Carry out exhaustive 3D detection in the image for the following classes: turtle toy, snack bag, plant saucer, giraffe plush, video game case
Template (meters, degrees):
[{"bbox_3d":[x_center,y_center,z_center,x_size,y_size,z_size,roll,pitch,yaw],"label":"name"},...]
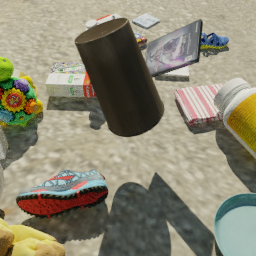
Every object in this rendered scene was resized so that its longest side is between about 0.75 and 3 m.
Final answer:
[{"bbox_3d":[-3.938,-1.170,9.352,1.765,2.422,1.224,-25,13,-20],"label":"turtle toy"},{"bbox_3d":[0.959,-5.682,14.813,1.104,0.125,1.171,35,57,27],"label":"snack bag"},{"bbox_3d":[3.282,2.718,7.013,2.302,0.315,2.302,0,48,0],"label":"plant saucer"},{"bbox_3d":[-2.985,3.056,5.676,2.816,2.430,2.284,21,72,6],"label":"giraffe plush"},{"bbox_3d":[1.176,-2.111,7.749,1.846,0.175,1.319,-11,59,42],"label":"video game case"}]

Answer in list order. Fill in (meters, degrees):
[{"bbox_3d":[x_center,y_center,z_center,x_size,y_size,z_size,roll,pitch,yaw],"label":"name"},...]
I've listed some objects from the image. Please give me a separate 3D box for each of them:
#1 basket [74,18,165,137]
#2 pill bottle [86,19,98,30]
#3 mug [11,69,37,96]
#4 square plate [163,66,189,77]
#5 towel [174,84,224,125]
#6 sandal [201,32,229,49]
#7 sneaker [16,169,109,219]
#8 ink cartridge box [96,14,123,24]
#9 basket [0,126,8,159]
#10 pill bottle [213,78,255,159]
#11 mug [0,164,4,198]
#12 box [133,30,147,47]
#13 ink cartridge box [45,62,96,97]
[{"bbox_3d":[-0.211,-1.283,6.843,1.593,2.343,2.112,-22,33,4],"label":"basket"},{"bbox_3d":[-1.160,-3.372,10.385,0.673,1.215,0.673,-8,53,11],"label":"pill bottle"},{"bbox_3d":[-4.174,-1.465,10.397,1.316,1.054,1.080,-10,56,0],"label":"mug"},{"bbox_3d":[1.854,-2.650,11.987,1.431,0.205,1.445,3,48,4],"label":"square plate"},{"bbox_3d":[3.048,-0.925,10.362,2.350,0.352,1.720,-7,49,-11],"label":"towel"},{"bbox_3d":[3.946,-4.101,12.995,1.599,0.696,0.636,-6,46,-8],"label":"sandal"},{"bbox_3d":[-1.788,1.712,7.703,2.391,0.948,1.142,-6,33,-13],"label":"sneaker"},{"bbox_3d":[-1.120,-5.673,14.696,1.346,0.293,1.169,-34,57,-27],"label":"ink cartridge box"},{"bbox_3d":[-4.180,0.425,8.664,0.674,0.995,0.614,-1,43,-1],"label":"basket"},{"bbox_3d":[4.060,-0.172,8.646,1.685,1.685,2.988,-20,52,-17],"label":"pill bottle"},{"bbox_3d":[-4.841,1.730,7.033,2.326,1.959,2.653,8,78,18],"label":"mug"},{"bbox_3d":[-0.004,-4.079,13.220,1.522,0.304,1.042,-27,53,-23],"label":"box"},{"bbox_3d":[-1.730,-1.903,10.978,2.623,0.660,1.429,1,48,3],"label":"ink cartridge box"}]
